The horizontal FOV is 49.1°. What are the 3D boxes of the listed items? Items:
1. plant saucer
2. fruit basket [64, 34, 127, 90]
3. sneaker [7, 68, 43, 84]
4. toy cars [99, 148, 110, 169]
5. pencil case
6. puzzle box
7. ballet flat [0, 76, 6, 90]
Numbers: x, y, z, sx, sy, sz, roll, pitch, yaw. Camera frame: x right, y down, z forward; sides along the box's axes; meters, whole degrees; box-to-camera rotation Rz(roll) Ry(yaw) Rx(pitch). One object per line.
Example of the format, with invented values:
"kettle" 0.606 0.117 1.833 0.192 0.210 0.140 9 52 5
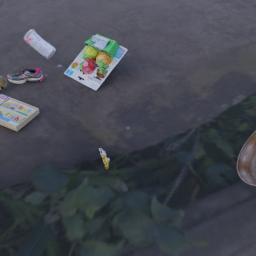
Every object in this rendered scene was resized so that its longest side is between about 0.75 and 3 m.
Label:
"plant saucer" 3.259 0.359 5.626 0.368 2.292 2.292 42 47 -9
"fruit basket" -1.225 -2.445 10.129 1.770 0.896 1.911 31 74 30
"sneaker" -3.677 -1.895 9.989 1.230 0.459 0.496 -7 43 -6
"toy cars" -0.582 0.757 7.149 0.174 0.352 0.785 -19 21 -8
"pencil case" -3.217 -3.068 10.261 1.153 0.523 0.479 41 11 -8
"puzzle box" -3.652 -0.499 8.592 1.540 0.196 1.024 20 43 16
"ballet flat" -4.791 -1.278 9.323 1.499 0.508 0.542 -18 78 -15
